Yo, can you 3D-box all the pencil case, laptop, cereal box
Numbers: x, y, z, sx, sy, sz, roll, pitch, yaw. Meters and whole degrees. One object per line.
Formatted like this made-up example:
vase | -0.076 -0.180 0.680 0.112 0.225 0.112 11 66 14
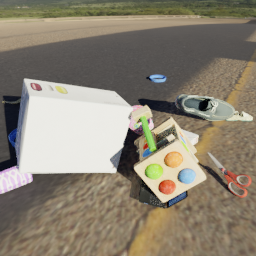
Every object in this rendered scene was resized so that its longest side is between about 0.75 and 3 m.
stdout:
pencil case | -3.465 1.457 7.859 1.540 0.658 0.646 -21 34 -34
laptop | 0.951 1.608 7.594 1.156 0.597 1.025 14 27 1
cereal box | 1.587 0.484 10.105 1.211 0.333 1.683 22 35 37
pencil case | 0.449 -0.217 9.893 0.900 0.900 2.059 5 -7 10

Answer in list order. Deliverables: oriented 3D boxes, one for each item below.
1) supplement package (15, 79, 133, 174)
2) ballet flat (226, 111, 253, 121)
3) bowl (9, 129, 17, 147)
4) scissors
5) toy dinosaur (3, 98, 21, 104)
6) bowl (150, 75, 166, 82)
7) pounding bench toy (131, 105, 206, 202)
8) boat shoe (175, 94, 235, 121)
supplement package | -1.647 -0.001 8.262 2.862 2.229 1.587 4 23 -28
ballet flat | 4.785 -0.519 12.019 1.279 0.399 0.431 -2 27 -4
bowl | -3.608 0.329 10.459 1.552 0.305 1.552 0 27 0
scissors | 2.816 1.341 8.199 0.123 0.643 1.759 20 10 -38
toy dinosaur | -4.948 -1.616 14.040 1.053 0.567 2.389 0 23 34
bowl | 1.841 -3.028 17.172 0.994 0.195 0.994 0 27 0
pounding bench toy | 0.834 0.577 7.483 1.344 2.164 1.688 -34 18 16
boat shoe | 3.213 -0.809 11.359 2.552 0.929 0.788 12 6 -6
